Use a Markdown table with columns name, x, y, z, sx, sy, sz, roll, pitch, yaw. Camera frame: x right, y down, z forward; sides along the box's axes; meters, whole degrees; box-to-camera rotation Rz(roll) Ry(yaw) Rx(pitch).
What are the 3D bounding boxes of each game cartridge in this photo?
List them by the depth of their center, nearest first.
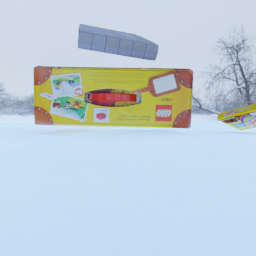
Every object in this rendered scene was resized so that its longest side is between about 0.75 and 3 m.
| name | x | y | z | sx | sy | sz | roll | pitch | yaw |
| --- | --- | --- | --- | --- | --- | --- | --- | --- | --- |
| game cartridge | -0.291 | -1.738 | 5.607 | 1.415 | 0.419 | 2.183 | 11 | 21 | -14 |

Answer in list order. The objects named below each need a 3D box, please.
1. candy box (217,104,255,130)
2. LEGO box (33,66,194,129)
| name | x | y | z | sx | sy | sz | roll | pitch | yaw |
| --- | --- | --- | --- | --- | --- | --- | --- | --- | --- |
| candy box | 2.238 | -0.186 | 5.113 | 0.618 | 0.160 | 1.209 | 21 | -12 | -14 |
| LEGO box | -0.238 | -0.640 | 5.628 | 2.668 | 1.029 | 1.987 | 1 | 8 | 1 |
